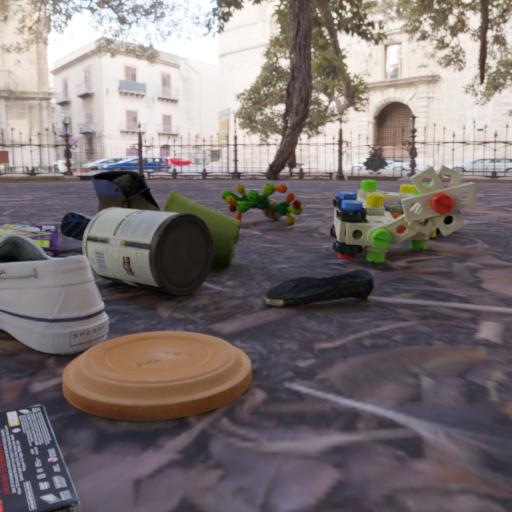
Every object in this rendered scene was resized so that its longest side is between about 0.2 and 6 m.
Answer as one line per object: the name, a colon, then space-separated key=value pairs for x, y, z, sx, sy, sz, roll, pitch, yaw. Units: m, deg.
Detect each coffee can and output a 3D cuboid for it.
coffee can: x=-1.660 y=-0.106 z=8.570 sx=1.657 sy=1.212 sz=1.212 roll=8 pitch=13 yaw=37

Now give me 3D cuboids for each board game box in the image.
board game box: x=-5.032 y=-0.229 z=11.028 sx=2.146 sy=0.577 sz=3.576 roll=6 pitch=7 yaw=-20

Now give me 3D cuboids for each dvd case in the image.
dvd case: x=-2.102 y=1.364 z=3.138 sx=1.929 sy=0.212 sz=1.408 roll=-4 pitch=11 yaw=-29

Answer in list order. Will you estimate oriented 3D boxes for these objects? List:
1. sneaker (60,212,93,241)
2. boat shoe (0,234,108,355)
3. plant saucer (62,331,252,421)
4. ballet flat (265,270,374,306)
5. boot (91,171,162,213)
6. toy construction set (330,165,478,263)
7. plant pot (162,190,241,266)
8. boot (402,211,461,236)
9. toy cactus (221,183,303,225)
sneaker: x=-3.354 y=-0.502 z=12.183 sx=1.931 sy=0.731 sz=0.744 roll=21 pitch=0 yaw=30
boat shoe: x=-2.907 y=0.263 z=6.807 sx=3.308 sy=1.105 sz=1.217 roll=7 pitch=12 yaw=35
plant saucer: x=-0.877 y=0.998 z=5.078 sx=1.676 sy=0.271 sz=1.676 roll=-1 pitch=10 yaw=0
ballet flat: x=0.899 y=0.532 z=7.759 sx=1.573 sy=0.447 sz=0.523 roll=-7 pitch=32 yaw=-9
boot: x=-2.710 y=-1.050 z=12.295 sx=1.222 sy=1.586 sz=3.272 roll=-31 pitch=24 yaw=-35
toy construction set: x=2.850 y=-0.751 z=11.319 sx=2.580 sy=1.812 sz=3.934 roll=4 pitch=1 yaw=4
plant pot: x=-1.024 y=-0.375 z=10.395 sx=1.346 sy=1.417 sz=1.417 roll=14 pitch=11 yaw=2
boot: x=4.737 y=-1.003 z=14.832 sx=1.835 sy=0.834 sz=2.184 roll=-8 pitch=6 yaw=-22
toy cactus: x=0.314 y=-1.463 z=17.379 sx=2.710 sy=1.386 sz=2.236 roll=1 pitch=-9 yaw=22
